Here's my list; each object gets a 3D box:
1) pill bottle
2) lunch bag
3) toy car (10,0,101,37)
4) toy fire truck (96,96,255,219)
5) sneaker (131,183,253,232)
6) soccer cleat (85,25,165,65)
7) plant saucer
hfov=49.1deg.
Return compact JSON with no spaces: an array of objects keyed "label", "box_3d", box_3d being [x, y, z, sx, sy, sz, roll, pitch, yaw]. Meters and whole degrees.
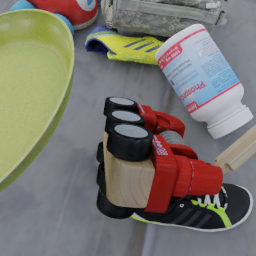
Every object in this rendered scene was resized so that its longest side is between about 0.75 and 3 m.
[{"label":"pill bottle","box_3d":[1.808,-1.047,6.610,1.343,1.343,2.470,-30,85,-16]},{"label":"lunch bag","box_3d":[0.793,-3.345,7.292,2.854,1.989,2.394,3,37,-13]},{"label":"toy car","box_3d":[-2.093,-4.384,7.935,2.438,2.756,2.540,25,64,13]},{"label":"toy fire truck","box_3d":[1.004,0.313,5.386,2.996,1.928,2.637,8,19,-9]},{"label":"sneaker","box_3d":[1.215,1.492,5.570,2.762,1.144,0.990,-2,61,-1]},{"label":"soccer cleat","box_3d":[-0.021,-2.124,7.783,2.522,0.815,1.055,21,59,16]},{"label":"plant saucer","box_3d":[-1.714,-0.217,3.102,2.751,0.427,2.751,-12,56,18]}]
